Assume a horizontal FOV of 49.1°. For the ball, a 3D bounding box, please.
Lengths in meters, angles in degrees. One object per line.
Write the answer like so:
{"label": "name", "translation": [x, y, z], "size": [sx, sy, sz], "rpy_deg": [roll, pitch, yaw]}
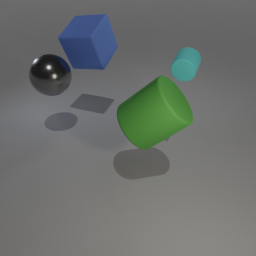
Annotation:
{"label": "ball", "translation": [-2.617, -1.785, 9.480], "size": [1.400, 1.400, 1.400], "rpy_deg": [0, 32, 0]}

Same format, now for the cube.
{"label": "cube", "translation": [-1.407, -3.119, 10.208], "size": [1.400, 1.400, 1.400], "rpy_deg": [7, 54, 24]}

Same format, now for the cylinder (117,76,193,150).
{"label": "cylinder", "translation": [0.677, -0.369, 7.094], "size": [1.400, 1.400, 1.400], "rpy_deg": [-33, 18, 30]}

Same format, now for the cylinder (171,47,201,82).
{"label": "cylinder", "translation": [1.619, -1.778, 7.829], "size": [0.700, 0.700, 0.700], "rpy_deg": [13, 48, 19]}
